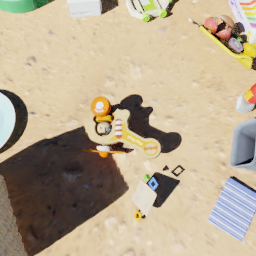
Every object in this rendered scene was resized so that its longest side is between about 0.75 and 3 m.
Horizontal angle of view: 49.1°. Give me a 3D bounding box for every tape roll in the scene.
[{"bbox_3d":[-4.145,-5.538,10.703,2.542,0.611,2.542,0,65,0],"label":"tape roll"}]

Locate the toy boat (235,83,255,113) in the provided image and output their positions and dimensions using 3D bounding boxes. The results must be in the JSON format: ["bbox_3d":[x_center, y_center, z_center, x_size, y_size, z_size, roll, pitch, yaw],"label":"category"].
[{"bbox_3d":[4.464,-1.393,8.584,2.732,1.270,2.297,-29,72,-21],"label":"toy boat"}]

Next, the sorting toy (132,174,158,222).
[{"bbox_3d":[0.443,1.797,7.249,0.178,1.308,0.736,8,21,-38],"label":"sorting toy"}]

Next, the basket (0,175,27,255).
[{"bbox_3d":[-3.826,2.198,6.081,2.186,2.718,2.693,-22,67,-16],"label":"basket"}]

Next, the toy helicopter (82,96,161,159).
[{"bbox_3d":[-0.225,0.276,7.834,2.409,0.950,1.593,26,84,19],"label":"toy helicopter"}]

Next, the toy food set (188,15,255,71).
[{"bbox_3d":[3.148,-2.959,8.834,2.586,1.522,0.845,47,116,14],"label":"toy food set"}]

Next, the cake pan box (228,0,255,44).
[{"bbox_3d":[5.153,-4.069,10.026,2.437,0.638,2.245,-9,68,-4],"label":"cake pan box"}]

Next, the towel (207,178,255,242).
[{"bbox_3d":[2.840,2.131,7.463,1.002,0.165,1.384,31,70,11],"label":"towel"}]

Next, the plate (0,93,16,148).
[{"bbox_3d":[-4.516,-0.090,8.377,2.372,0.303,2.372,0,65,1],"label":"plate"}]

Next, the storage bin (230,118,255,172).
[{"bbox_3d":[3.487,0.592,7.804,0.912,0.988,1.357,26,65,-19],"label":"storage bin"}]

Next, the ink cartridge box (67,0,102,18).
[{"bbox_3d":[-1.621,-5.010,10.415,1.195,0.679,1.639,-6,66,-3],"label":"ink cartridge box"}]

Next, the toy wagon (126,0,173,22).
[{"bbox_3d":[0.946,-4.691,10.442,1.931,0.382,1.498,-16,67,-8],"label":"toy wagon"}]
